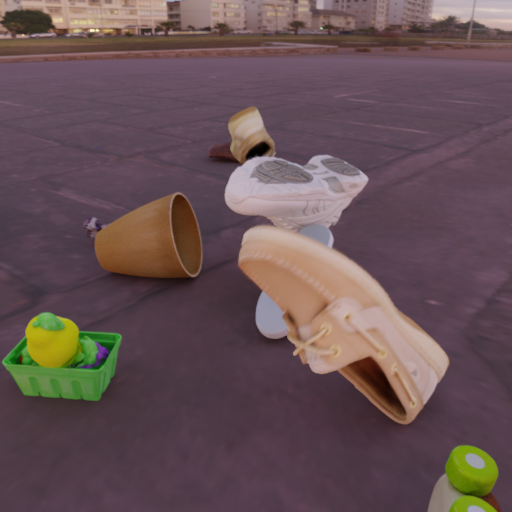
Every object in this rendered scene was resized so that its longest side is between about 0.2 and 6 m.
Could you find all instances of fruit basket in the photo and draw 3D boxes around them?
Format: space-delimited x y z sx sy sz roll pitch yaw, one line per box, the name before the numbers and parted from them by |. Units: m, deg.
fruit basket | -2.057 0.959 5.899 1.156 1.156 0.834 3 24 6

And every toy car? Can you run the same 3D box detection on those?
toy car | 1.749 2.035 3.745 1.179 0.968 0.930 17 27 11

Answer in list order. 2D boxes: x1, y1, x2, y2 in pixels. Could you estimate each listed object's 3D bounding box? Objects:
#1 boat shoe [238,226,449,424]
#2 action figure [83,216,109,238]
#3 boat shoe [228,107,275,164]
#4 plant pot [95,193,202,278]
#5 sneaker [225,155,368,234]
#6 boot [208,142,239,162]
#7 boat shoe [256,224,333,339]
boat shoe | 0.792 0.723 5.253 0.940 2.550 0.882 -19 37 60
action figure | -2.517 -0.437 9.649 0.877 0.570 0.304 8 66 13
boat shoe | -0.012 -1.786 9.315 0.702 0.605 1.924 -27 -12 -3
plant pot | -1.685 -0.204 8.519 1.381 1.287 1.287 -10 22 11
sneaker | 0.568 -0.666 8.051 2.676 1.330 1.043 -10 39 -45
boot | -0.488 -3.038 15.405 1.451 0.631 1.744 5 28 6
boat shoe | 0.619 0.500 7.535 0.663 0.851 1.874 13 52 25
